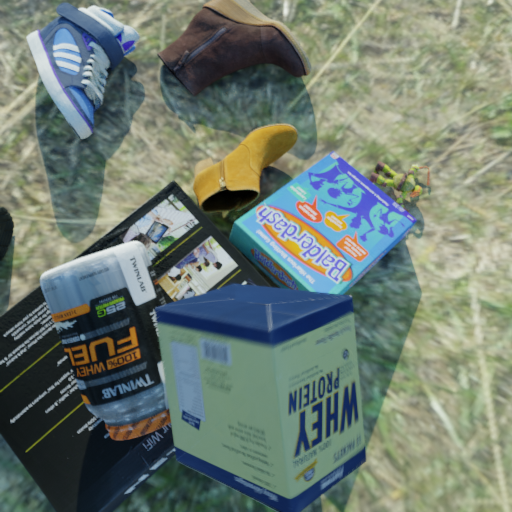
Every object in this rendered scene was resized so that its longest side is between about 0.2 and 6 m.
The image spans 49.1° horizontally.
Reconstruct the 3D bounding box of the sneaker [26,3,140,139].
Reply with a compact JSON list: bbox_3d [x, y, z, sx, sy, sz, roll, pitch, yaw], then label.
[{"bbox_3d":[-2.813,-3.396,9.856,1.831,1.008,2.501,-27,66,-5],"label":"sneaker"}]

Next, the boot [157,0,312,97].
[{"bbox_3d":[-0.396,-3.533,10.182,1.969,0.856,2.367,-44,76,-2],"label":"boot"}]

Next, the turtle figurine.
[{"bbox_3d":[2.366,-1.172,9.352,0.947,0.378,1.175,25,74,11],"label":"turtle figurine"}]

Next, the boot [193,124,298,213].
[{"bbox_3d":[-0.067,-1.344,8.962,1.963,0.691,1.405,-23,38,0],"label":"boot"}]

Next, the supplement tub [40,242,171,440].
[{"bbox_3d":[-1.599,0.985,6.641,1.284,1.284,2.096,-21,94,-8],"label":"supplement tub"}]

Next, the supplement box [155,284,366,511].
[{"bbox_3d":[0.029,1.361,5.960,1.221,1.818,1.816,-15,102,-43],"label":"supplement box"}]

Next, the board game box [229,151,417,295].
[{"bbox_3d":[1.062,-0.399,8.643,1.819,0.538,2.392,42,58,14],"label":"board game box"}]

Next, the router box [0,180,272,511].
[{"bbox_3d":[-1.727,1.297,7.968,4.005,1.023,2.987,-40,76,-10],"label":"router box"}]

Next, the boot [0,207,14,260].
[{"bbox_3d":[-4.924,0.232,8.689,1.624,0.842,2.486,5,62,7],"label":"boot"}]

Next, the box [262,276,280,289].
[{"bbox_3d":[-0.178,0.774,8.736,1.297,0.138,1.060,12,71,5],"label":"box"}]
